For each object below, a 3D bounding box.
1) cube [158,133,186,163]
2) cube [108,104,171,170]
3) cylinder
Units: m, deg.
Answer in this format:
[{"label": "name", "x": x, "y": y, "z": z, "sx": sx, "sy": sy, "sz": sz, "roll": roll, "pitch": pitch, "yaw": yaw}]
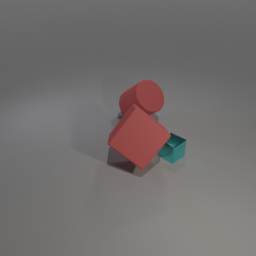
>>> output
[{"label": "cube", "x": 1.563, "y": 0.702, "z": 9.966, "sx": 0.700, "sy": 0.700, "sz": 0.700, "roll": -26, "pitch": 39, "yaw": -37}, {"label": "cube", "x": 0.323, "y": 0.232, "z": 9.087, "sx": 1.400, "sy": 1.400, "sz": 1.400, "roll": 37, "pitch": 8, "yaw": -8}, {"label": "cylinder", "x": 0.552, "y": -1.136, "z": 11.746, "sx": 1.400, "sy": 1.400, "sz": 1.400, "roll": -25, "pitch": 1, "yaw": -36}]
